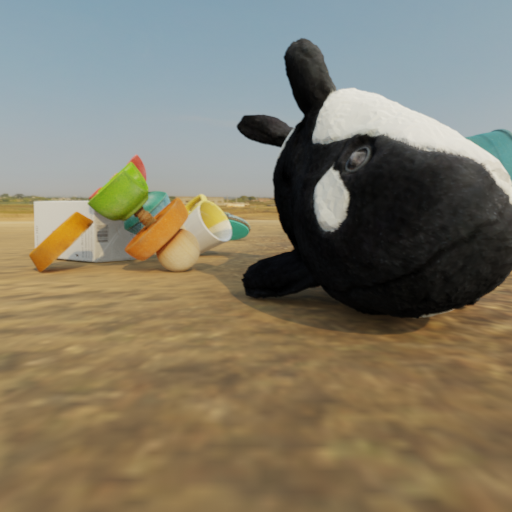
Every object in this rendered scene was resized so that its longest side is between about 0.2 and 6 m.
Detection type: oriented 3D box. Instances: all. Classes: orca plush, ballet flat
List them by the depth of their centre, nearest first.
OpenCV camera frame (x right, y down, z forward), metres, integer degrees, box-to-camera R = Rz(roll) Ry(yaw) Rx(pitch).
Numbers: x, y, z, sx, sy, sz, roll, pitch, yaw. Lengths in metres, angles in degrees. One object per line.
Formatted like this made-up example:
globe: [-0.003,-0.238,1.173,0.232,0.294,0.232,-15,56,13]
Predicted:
orca plush: [0.326,-0.456,4.831,1.616,2.392,4.546,-37,31,4]
ballet flat: [-1.387,-0.883,14.454,2.457,0.912,0.912,0,4,-10]

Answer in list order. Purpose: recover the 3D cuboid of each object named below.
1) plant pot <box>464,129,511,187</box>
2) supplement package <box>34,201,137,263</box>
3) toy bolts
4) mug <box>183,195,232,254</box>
plant pot: [2.650,-0.761,8.045,1.810,1.927,1.927,-5,5,0]
supplement package: [-2.692,-0.409,8.882,1.533,0.929,0.918,3,6,36]
toy bolts: [-1.697,-0.260,7.522,1.981,1.439,2.074,-39,17,12]
mug: [-0.945,-0.446,9.476,0.808,0.788,0.984,-33,22,28]
